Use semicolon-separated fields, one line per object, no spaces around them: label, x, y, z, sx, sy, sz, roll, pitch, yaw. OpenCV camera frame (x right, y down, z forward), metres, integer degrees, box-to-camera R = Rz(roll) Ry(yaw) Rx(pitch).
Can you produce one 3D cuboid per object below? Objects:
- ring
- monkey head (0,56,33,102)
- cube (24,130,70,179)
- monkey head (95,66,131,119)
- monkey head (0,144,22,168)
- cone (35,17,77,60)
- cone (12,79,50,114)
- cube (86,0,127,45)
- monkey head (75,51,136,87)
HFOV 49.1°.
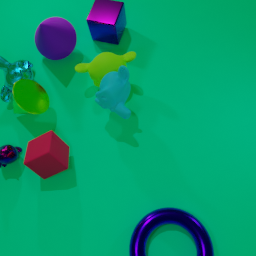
ring;1.045;2.963;6.756;2.047;0.409;2.047;0;66;0
monkey head;-3.511;-1.636;8.517;1.164;0.975;1.618;28;64;-10
cube;-2.106;0.711;7.355;0.799;0.799;0.799;-25;41;15
monkey head;-0.248;-0.914;7.718;1.235;1.717;1.035;37;69;4
monkey head;-3.394;0.662;7.604;0.647;1.073;0.772;-45;83;7
cone;-2.377;-2.882;8.413;1.391;1.396;1.391;0;92;2
cone;-3.057;-0.663;8.122;1.111;1.115;1.111;29;46;-35
cube;-0.692;-3.584;9.446;0.999;0.999;0.999;14;70;11
monkey head;-0.625;-1.923;8.629;1.868;1.126;1.344;-12;55;6
